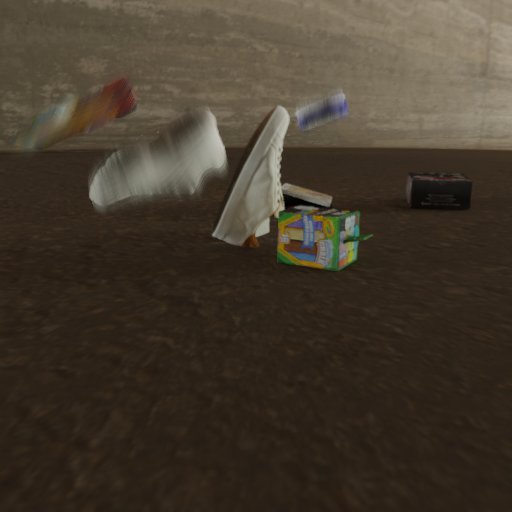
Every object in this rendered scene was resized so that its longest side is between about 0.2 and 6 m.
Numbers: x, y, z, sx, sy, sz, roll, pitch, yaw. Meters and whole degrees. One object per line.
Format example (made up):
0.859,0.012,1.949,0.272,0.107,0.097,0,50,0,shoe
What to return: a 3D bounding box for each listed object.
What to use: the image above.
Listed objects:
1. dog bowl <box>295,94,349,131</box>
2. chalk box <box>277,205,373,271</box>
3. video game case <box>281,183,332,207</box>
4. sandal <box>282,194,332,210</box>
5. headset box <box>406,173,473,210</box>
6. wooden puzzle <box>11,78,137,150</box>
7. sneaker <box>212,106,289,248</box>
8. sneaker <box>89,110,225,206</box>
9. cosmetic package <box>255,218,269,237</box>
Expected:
1.370,-2.968,11.608,1.045,0.411,1.045,-20,9,3,dog bowl
1.313,-0.332,10.355,1.599,0.991,0.998,10,16,30,chalk box
1.432,-1.755,16.011,1.466,0.168,1.334,17,15,6,video game case
0.784,-1.468,15.911,2.880,0.649,1.082,11,16,-17,sandal
5.543,-2.002,17.107,1.746,0.906,2.347,3,15,11,headset box
-2.699,-2.114,8.546,1.774,0.210,2.992,-27,12,-6,wooden puzzle
0.185,-1.520,11.335,1.222,2.887,1.051,22,14,-13,sneaker
-1.591,-1.357,9.490,2.472,1.228,0.963,-26,44,5,sneaker
-0.221,-0.682,12.825,0.633,0.455,1.122,8,17,30,cosmetic package
